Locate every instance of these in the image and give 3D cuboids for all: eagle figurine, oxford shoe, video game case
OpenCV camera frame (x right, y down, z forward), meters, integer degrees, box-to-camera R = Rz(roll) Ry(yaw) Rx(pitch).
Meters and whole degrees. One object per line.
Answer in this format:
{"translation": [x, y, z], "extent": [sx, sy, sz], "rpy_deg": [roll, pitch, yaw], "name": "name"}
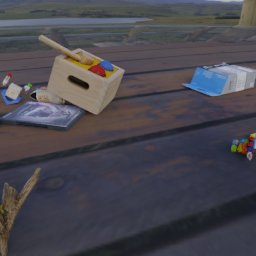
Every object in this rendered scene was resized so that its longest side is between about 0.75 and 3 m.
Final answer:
{"translation": [-2.877, 1.236, 4.679], "extent": [2.320, 1.751, 1.760], "rpy_deg": [18, 39, 13], "name": "eagle figurine"}
{"translation": [-3.075, -1.146, 10.709], "extent": [0.694, 0.665, 1.879], "rpy_deg": [-27, 26, -38], "name": "oxford shoe"}
{"translation": [-2.848, -0.453, 9.643], "extent": [2.449, 0.232, 1.750], "rpy_deg": [5, 26, 13], "name": "video game case"}

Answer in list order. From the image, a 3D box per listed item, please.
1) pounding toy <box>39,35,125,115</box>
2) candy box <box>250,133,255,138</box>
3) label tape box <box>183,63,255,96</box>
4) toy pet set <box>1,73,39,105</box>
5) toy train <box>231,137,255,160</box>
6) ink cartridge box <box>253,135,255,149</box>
{"translation": [-1.693, -2.060, 10.131], "extent": [2.602, 1.850, 2.395], "rpy_deg": [26, 27, 3], "name": "pounding toy"}
{"translation": [4.187, 0.445, 7.759], "extent": [0.713, 0.184, 1.395], "rpy_deg": [-15, 29, -25], "name": "candy box"}
{"translation": [4.135, -2.270, 12.756], "extent": [2.678, 0.885, 1.919], "rpy_deg": [-13, 28, -28], "name": "label tape box"}
{"translation": [-4.482, -1.420, 11.339], "extent": [1.398, 0.743, 1.306], "rpy_deg": [28, 19, -18], "name": "toy pet set"}
{"translation": [2.959, 0.563, 7.309], "extent": [0.560, 0.410, 0.968], "rpy_deg": [3, 23, 31], "name": "toy train"}
{"translation": [3.124, -0.794, 5.322], "extent": [0.823, 1.430, 2.469], "rpy_deg": [14, 44, 27], "name": "ink cartridge box"}
